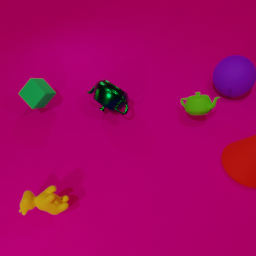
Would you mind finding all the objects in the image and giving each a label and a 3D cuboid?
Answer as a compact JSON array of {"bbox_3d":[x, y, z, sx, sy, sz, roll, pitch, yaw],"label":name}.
[{"bbox_3d":[3.516,0.526,7.454,1.570,1.576,1.570,2,51,-3],"label":"cone"},{"bbox_3d":[-0.654,-0.993,9.091,1.924,1.196,0.942,36,97,33],"label":"teapot"},{"bbox_3d":[-2.935,-1.124,9.106,0.701,0.701,0.701,47,107,4],"label":"cube"},{"bbox_3d":[2.223,-0.777,8.675,1.357,0.664,0.844,7,21,43],"label":"teapot"},{"bbox_3d":[3.567,-1.742,9.415,1.376,1.376,1.376,0,52,0],"label":"ball"},{"bbox_3d":[-2.064,1.835,6.806,0.979,0.994,0.546,-36,30,12],"label":"cow figurine"}]
